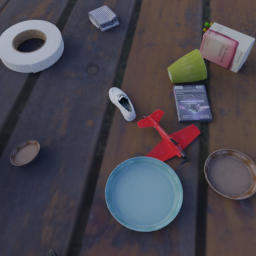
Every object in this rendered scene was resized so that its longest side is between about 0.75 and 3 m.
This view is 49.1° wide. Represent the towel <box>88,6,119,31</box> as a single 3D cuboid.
[{"bbox_3d":[-1.190,-5.322,13.516,1.033,0.534,1.247,-30,61,-18],"label":"towel"}]

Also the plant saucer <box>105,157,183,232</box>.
[{"bbox_3d":[0.485,2.010,8.665,2.364,0.324,2.364,0,56,0],"label":"plant saucer"}]

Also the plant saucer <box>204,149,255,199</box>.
[{"bbox_3d":[3.328,1.498,9.057,1.748,0.280,1.748,0,56,1],"label":"plant saucer"}]

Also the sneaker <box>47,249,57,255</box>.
[{"bbox_3d":[-1.902,4.072,7.047,0.847,0.709,1.915,-19,57,-15],"label":"sneaker"}]

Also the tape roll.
[{"bbox_3d":[-4.259,-3.626,12.295,2.843,0.520,2.843,-1,58,1],"label":"tape roll"}]

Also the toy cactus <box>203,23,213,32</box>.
[{"bbox_3d":[4.126,-4.363,12.921,1.111,0.689,1.347,-20,53,-35],"label":"toy cactus"}]

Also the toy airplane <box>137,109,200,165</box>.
[{"bbox_3d":[1.327,0.264,9.782,2.462,0.453,2.462,0,57,1],"label":"toy airplane"}]

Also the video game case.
[{"bbox_3d":[2.477,-0.970,10.799,1.245,0.165,1.743,-1,57,-1],"label":"video game case"}]

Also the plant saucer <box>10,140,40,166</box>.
[{"bbox_3d":[-3.423,0.861,9.402,1.063,0.171,1.063,-11,45,11],"label":"plant saucer"}]

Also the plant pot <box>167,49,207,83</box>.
[{"bbox_3d":[2.298,-2.323,11.219,1.316,1.231,1.231,-20,57,5],"label":"plant pot"}]

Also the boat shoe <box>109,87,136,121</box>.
[{"bbox_3d":[-0.185,-1.047,10.597,0.627,0.569,1.704,-28,60,-17],"label":"boat shoe"}]

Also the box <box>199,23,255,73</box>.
[{"bbox_3d":[4.109,-3.385,11.808,1.861,1.190,1.014,31,61,19],"label":"box"}]
